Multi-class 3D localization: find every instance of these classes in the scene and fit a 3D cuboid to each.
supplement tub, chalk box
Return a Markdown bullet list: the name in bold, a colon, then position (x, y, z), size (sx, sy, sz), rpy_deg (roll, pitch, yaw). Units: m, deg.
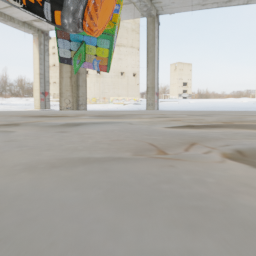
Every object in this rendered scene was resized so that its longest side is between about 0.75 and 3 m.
- **supplement tub**: position (-1.637, -3.130, 6.051), size (2.668, 1.635, 1.635), rpy_deg (25, 5, 1)
- **chalk box**: position (-1.276, -3.154, 9.299), size (1.846, 2.978, 1.859), rpy_deg (10, -26, -4)
